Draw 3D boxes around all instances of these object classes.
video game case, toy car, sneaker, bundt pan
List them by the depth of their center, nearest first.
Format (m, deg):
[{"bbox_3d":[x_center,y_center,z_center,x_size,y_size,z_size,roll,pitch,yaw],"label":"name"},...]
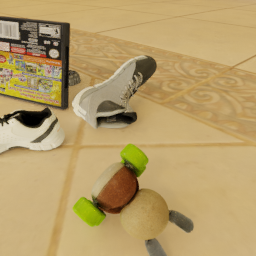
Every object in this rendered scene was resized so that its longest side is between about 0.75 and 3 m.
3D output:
[{"bbox_3d":[0.200,1.339,4.548,1.649,1.301,1.355,39,76,12],"label":"toy car"},{"bbox_3d":[-2.880,0.003,6.600,2.615,1.046,0.964,-8,51,-11],"label":"sneaker"},{"bbox_3d":[0.014,-0.879,8.106,2.965,1.112,1.712,-35,51,-13],"label":"sneaker"},{"bbox_3d":[-3.075,-2.071,8.765,2.806,2.536,0.358,13,21,20],"label":"video game case"},{"bbox_3d":[-2.283,-1.930,10.597,1.001,0.376,1.001,1,32,-1],"label":"bundt pan"}]
